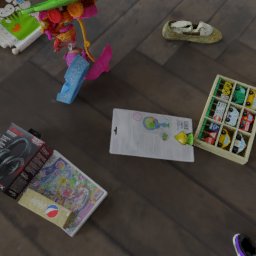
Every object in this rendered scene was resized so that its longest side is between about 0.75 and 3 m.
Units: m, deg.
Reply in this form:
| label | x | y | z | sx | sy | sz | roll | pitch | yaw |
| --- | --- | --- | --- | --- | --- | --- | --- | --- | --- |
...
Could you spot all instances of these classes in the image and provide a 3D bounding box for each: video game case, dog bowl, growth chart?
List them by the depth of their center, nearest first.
| label | x | y | z | sx | sy | sz | roll | pitch | yaw |
| --- | --- | --- | --- | --- | --- | --- | --- | --- | --- |
| video game case | -1.601 | 1.552 | 6.905 | 1.812 | 0.163 | 1.298 | 35 | 70 | 16 |
| dog bowl | -1.469 | -1.262 | 7.565 | 0.372 | 1.500 | 0.836 | 29 | 40 | -6 |
| growth chart | -4.005 | -3.592 | 8.968 | 2.708 | 0.240 | 1.960 | 32 | 71 | -4 |

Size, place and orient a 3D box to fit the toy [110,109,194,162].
| label | x | y | z | sx | sy | sz | roll | pitch | yaw |
| --- | --- | --- | --- | --- | --- | --- | --- | --- | --- |
| toy | 0.613 | 0.249 | 7.238 | 2.115 | 0.499 | 1.218 | 6 | 65 | -5 |

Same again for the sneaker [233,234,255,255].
| label | x | y | z | sx | sy | sz | roll | pitch | yaw |
| --- | --- | --- | --- | --- | --- | --- | --- | --- | --- |
| sneaker | 2.679 | 2.866 | 6.054 | 0.400 | 0.572 | 1.151 | -18 | 65 | -9 |

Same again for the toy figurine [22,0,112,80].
| label | x | y | z | sx | sy | sz | roll | pitch | yaw |
| --- | --- | --- | --- | --- | --- | --- | --- | --- | --- |
| toy figurine | -1.455 | -2.422 | 7.777 | 2.479 | 2.282 | 1.861 | -1 | 34 | 27 |

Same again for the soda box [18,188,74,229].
| label | x | y | z | sx | sy | sz | roll | pitch | yaw |
| --- | --- | --- | --- | --- | --- | --- | --- | --- | --- |
| soda box | -1.875 | 1.851 | 6.458 | 1.215 | 0.389 | 0.411 | 25 | 68 | 11 |

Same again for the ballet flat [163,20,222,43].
| label | x | y | z | sx | sy | sz | roll | pitch | yaw |
| --- | --- | --- | --- | --- | --- | --- | --- | --- | --- |
| ballet flat | 2.065 | -3.078 | 8.841 | 1.918 | 0.678 | 0.678 | 5 | 65 | 2 |

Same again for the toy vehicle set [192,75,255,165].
| label | x | y | z | sx | sy | sz | roll | pitch | yaw |
| --- | --- | --- | --- | --- | --- | --- | --- | --- | --- |
| toy vehicle set | 2.796 | -0.300 | 7.704 | 1.421 | 0.303 | 2.288 | 21 | 66 | 10 |

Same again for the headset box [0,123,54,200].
| label | x | y | z | sx | sy | sz | roll | pitch | yaw |
| --- | --- | --- | --- | --- | --- | --- | --- | --- | --- |
| headset box | -2.780 | 0.727 | 6.953 | 1.215 | 0.630 | 1.633 | 27 | 69 | 22 |
